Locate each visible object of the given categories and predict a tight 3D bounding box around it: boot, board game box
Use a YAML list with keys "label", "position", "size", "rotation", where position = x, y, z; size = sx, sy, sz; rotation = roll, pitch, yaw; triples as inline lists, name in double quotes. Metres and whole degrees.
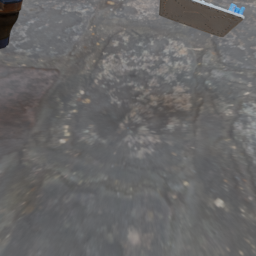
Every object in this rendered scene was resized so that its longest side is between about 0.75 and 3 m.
- label: "boot"
  position: [-3.321, -2.032, 5.594]
  size: [1.026, 1.332, 2.747]
  rotation: [39, 39, 12]
- label: "board game box"
  position: [1.491, -2.486, 6.021]
  size: [1.653, 0.214, 1.653]
  rotation: [20, 7, 3]
